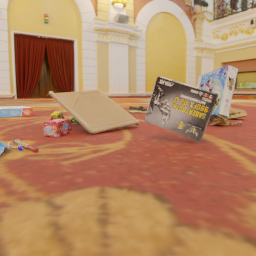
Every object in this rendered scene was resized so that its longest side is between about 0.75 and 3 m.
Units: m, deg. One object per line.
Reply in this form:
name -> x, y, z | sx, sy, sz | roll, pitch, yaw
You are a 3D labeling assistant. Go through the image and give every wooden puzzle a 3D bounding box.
wooden puzzle -> -1.018, -0.529, 8.658 | 2.086, 0.420, 2.254 | 40, 29, 30

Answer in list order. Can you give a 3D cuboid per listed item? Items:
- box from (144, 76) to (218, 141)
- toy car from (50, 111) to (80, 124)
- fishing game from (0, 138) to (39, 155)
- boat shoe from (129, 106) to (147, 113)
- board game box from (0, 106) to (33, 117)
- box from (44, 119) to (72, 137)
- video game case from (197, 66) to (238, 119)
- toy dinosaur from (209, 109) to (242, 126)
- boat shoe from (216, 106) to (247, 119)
box -> 1.163, -0.448, 6.260 | 1.365, 1.081, 0.330 | 21, 17, 15
toy car -> -2.109, -0.337, 9.705 | 1.166, 0.276, 1.239 | 6, -10, -17
fishing game -> -3.156, 0.299, 5.060 | 2.693, 0.419, 1.928 | -3, 7, -38
boat shoe -> 0.660, -1.013, 15.135 | 1.217, 0.394, 0.445 | -1, 8, -9
board game box -> -5.613, -0.813, 13.616 | 1.462, 0.385, 1.911 | -5, 9, -32
box -> -1.867, -0.020, 7.497 | 0.417, 0.399, 0.836 | 2, 8, 13
video game case -> 2.910, -1.145, 9.668 | 0.408, 1.627, 1.795 | 14, -6, -17
toy dinosaur -> 3.260, -0.247, 9.419 | 1.024, 0.590, 2.026 | -15, -2, 7
boat shoe -> 4.001, -0.830, 12.213 | 0.865, 0.783, 2.428 | -5, 9, -36
